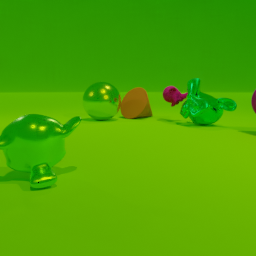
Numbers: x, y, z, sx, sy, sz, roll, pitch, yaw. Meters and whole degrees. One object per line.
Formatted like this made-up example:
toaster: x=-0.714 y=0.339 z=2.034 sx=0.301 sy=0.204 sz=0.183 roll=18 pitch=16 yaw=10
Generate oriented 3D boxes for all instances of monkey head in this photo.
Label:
monkey head: x=2.318 y=-0.794 z=8.704 sx=1.168 sy=1.395 sz=1.939 roll=4 pitch=-6 yaw=-30
monkey head: x=1.637 y=-1.183 z=9.723 sx=0.841 sy=0.705 sz=1.169 roll=-30 pitch=2 yaw=2
monkey head: x=-1.126 y=0.248 z=3.437 sx=1.240 sy=0.747 sz=0.892 roll=-11 pitch=29 yaw=-21

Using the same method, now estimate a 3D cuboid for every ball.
ball: x=-0.939 y=-0.966 z=10.132 sx=1.394 sy=1.394 sz=1.394 roll=0 pitch=8 yaw=0

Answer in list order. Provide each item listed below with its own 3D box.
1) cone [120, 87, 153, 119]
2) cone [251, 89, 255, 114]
cone: x=0.622 y=-0.741 z=11.254 sx=1.328 sy=1.328 sz=1.333 roll=8 pitch=-15 yaw=44
cone: x=3.555 y=-0.232 z=6.401 sx=1.414 sy=1.414 sz=1.420 roll=4 pitch=40 yaw=24
